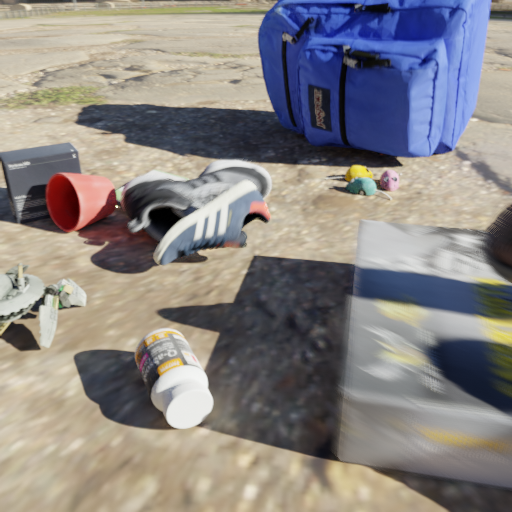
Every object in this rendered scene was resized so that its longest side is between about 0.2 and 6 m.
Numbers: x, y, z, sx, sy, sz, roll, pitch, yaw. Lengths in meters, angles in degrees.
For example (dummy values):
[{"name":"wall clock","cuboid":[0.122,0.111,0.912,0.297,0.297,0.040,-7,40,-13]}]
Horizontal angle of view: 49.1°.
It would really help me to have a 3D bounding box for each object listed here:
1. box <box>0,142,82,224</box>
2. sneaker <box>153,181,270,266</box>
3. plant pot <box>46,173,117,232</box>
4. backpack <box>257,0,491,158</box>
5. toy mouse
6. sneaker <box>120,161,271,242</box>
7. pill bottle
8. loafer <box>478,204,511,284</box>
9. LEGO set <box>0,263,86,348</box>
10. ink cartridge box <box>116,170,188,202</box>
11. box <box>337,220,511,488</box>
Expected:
[{"name":"box","cuboid":[-3.971,-1.388,10.506,1.325,1.206,0.690,-15,32,-26]},{"name":"sneaker","cuboid":[-0.620,-0.319,8.587,1.943,0.728,0.821,-36,81,-10]},{"name":"plant pot","cuboid":[-3.120,-1.021,10.164,1.044,1.044,0.924,20,23,32]},{"name":"backpack","cuboid":[2.523,-4.770,13.624,5.103,4.147,4.282,17,46,26]},{"name":"toy mouse","cuboid":[2.484,-1.577,11.771,1.657,0.321,1.473,-7,30,-13]},{"name":"sneaker","cuboid":[-0.954,-0.865,9.794,2.749,1.037,1.564,-9,32,-9]},{"name":"pill bottle","cuboid":[-0.906,1.331,6.156,0.629,0.629,1.081,-13,32,-22]},{"name":"loafer","cuboid":[3.766,0.149,5.641,2.825,0.890,1.015,18,56,5]},{"name":"LEGO set","cuboid":[-3.990,0.764,6.702,2.497,1.090,3.845,21,35,33]},{"name":"ink cartridge box","cuboid":[-2.138,-1.243,11.171,1.010,0.333,1.387,19,43,32]},{"name":"box","cuboid":[2.649,0.867,6.648,3.077,0.939,3.885,6,29,10]}]
